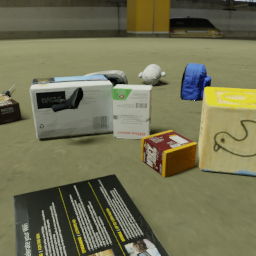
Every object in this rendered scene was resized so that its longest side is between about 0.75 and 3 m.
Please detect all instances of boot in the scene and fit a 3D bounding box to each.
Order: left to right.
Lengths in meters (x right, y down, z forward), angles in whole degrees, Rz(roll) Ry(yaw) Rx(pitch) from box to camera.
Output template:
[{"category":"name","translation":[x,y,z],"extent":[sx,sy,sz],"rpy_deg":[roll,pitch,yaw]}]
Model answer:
[{"category":"boot","translation":[-1.931,-0.913,8.920],"extent":[0.840,0.382,0.999],"rpy_deg":[-4,43,15]}]

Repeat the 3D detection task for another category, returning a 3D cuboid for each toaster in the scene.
[{"category":"toaster","translation":[-1.044,-1.677,12.323],"extent":[2.874,1.633,1.856],"rpy_deg":[-8,19,9]}]

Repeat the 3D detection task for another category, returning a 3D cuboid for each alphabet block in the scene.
[{"category":"alphabet block","translation":[3.055,0.020,8.019],"extent":[1.905,1.951,1.916],"rpy_deg":[3,23,10]}]

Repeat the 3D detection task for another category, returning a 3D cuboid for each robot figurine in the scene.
[{"category":"robot figurine","translation":[1.475,-3.230,16.947],"extent":[1.626,1.083,1.917],"rpy_deg":[-2,21,14]}]

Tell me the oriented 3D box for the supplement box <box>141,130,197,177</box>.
[{"category":"supplement box","translation":[1.138,0.687,7.987],"extent":[1.116,0.751,1.132],"rpy_deg":[-13,26,-29]}]

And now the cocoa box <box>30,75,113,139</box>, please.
[{"category":"cocoa box","translation":[-2.030,-0.866,10.266],"extent":[2.742,1.829,1.799],"rpy_deg":[-6,21,-14]}]

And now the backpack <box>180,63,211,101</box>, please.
[{"category":"backpack","translation":[3.437,-2.368,14.063],"extent":[1.431,1.706,1.386],"rpy_deg":[7,23,16]}]

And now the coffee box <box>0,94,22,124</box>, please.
[{"category":"coffee box","translation":[-5.280,-0.816,11.617],"extent":[1.037,0.732,1.835],"rpy_deg":[-18,29,-37]}]

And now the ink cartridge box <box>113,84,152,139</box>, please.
[{"category":"ink cartridge box","translation":[0.160,-0.565,9.716],"extent":[1.281,1.755,0.738],"rpy_deg":[4,20,7]}]

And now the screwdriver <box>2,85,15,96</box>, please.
[{"category":"screwdriver","translation":[-6.306,-2.020,14.984],"extent":[0.343,0.329,2.361],"rpy_deg":[-27,24,9]}]

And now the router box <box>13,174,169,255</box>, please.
[{"category":"router box","translation":[-0.748,2.002,4.828],"extent":[2.197,0.752,2.946],"rpy_deg":[-9,24,-20]}]
